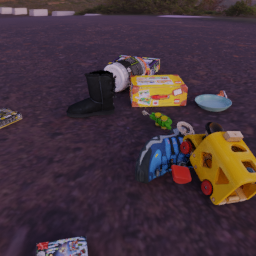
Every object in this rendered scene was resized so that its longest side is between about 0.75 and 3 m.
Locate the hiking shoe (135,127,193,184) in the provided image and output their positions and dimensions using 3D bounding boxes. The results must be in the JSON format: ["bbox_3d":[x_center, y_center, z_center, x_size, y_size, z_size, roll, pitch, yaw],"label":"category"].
[{"bbox_3d":[1.357,0.757,8.134,1.278,1.097,2.948,19,33,34],"label":"hiking shoe"}]

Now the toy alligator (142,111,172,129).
[{"bbox_3d":[1.211,-0.399,10.876,0.438,0.479,1.614,-27,40,-26],"label":"toy alligator"}]

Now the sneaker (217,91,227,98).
[{"bbox_3d":[4.399,-1.576,13.388,0.459,0.318,0.819,1,28,0],"label":"sneaker"}]

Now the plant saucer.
[{"bbox_3d":[3.782,-1.089,12.502,1.583,0.285,1.583,0,27,0],"label":"plant saucer"}]

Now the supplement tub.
[{"bbox_3d":[-0.091,-2.886,14.624,1.473,1.473,2.403,18,33,30],"label":"supplement tub"}]

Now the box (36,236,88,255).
[{"bbox_3d":[-1.221,2.757,5.216,1.019,0.297,1.488,-6,28,-11],"label":"box"}]

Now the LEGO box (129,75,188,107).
[{"bbox_3d":[1.334,-1.768,13.068,2.431,0.938,1.810,-2,28,-3],"label":"LEGO box"}]

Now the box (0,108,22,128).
[{"bbox_3d":[-5.075,-0.373,11.127,1.016,0.314,1.272,18,33,27],"label":"box"}]

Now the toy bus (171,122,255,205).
[{"bbox_3d":[2.432,0.649,7.294,2.592,1.340,2.446,32,42,5],"label":"toy bus"}]

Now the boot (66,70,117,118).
[{"bbox_3d":[-1.496,-1.397,11.474,2.183,1.789,0.808,-5,28,-9],"label":"boot"}]

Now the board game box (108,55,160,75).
[{"bbox_3d":[0.390,-3.703,16.965,2.619,0.742,2.165,11,32,19],"label":"board game box"}]
